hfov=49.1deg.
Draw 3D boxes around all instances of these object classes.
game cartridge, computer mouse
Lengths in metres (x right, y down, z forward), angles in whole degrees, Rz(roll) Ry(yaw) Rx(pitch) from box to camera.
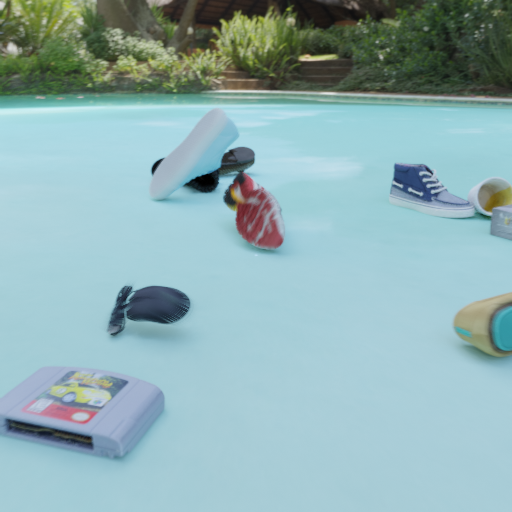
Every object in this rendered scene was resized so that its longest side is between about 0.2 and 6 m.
[{"bbox_3d":[-1.584,1.341,5.017,1.386,0.283,0.922,6,15,16],"label":"game cartridge"},{"bbox_3d":[-1.265,0.571,6.504,1.003,0.264,0.695,-4,51,17],"label":"computer mouse"}]

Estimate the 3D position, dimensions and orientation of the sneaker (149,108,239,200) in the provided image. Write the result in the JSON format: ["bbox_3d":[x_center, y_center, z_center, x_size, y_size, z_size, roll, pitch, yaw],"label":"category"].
[{"bbox_3d":[-1.378,-2.168,13.209,1.066,2.602,0.962,37,12,-39],"label":"sneaker"}]

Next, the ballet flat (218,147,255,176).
[{"bbox_3d":[-1.412,-2.530,16.019,2.966,0.687,0.999,-14,54,-22],"label":"ballet flat"}]

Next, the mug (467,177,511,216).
[{"bbox_3d":[4.907,-1.132,11.790,0.795,0.993,0.815,-31,2,0],"label":"mug"}]

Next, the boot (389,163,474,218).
[{"bbox_3d":[3.783,-1.458,12.198,0.762,0.946,2.094,-15,24,-38],"label":"boot"}]

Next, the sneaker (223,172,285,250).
[{"bbox_3d":[0.146,-0.797,10.245,0.931,0.882,2.267,28,20,-28],"label":"sneaker"}]

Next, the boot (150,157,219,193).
[{"bbox_3d":[-1.867,-2.109,14.474,1.920,0.722,1.435,1,19,1],"label":"boot"}]

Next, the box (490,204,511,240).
[{"bbox_3d":[5.704,-0.520,10.044,1.773,0.541,2.239,-12,21,-32],"label":"box"}]

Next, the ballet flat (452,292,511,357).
[{"bbox_3d":[3.312,0.588,6.495,2.375,0.815,0.748,-6,3,-23],"label":"ballet flat"}]
